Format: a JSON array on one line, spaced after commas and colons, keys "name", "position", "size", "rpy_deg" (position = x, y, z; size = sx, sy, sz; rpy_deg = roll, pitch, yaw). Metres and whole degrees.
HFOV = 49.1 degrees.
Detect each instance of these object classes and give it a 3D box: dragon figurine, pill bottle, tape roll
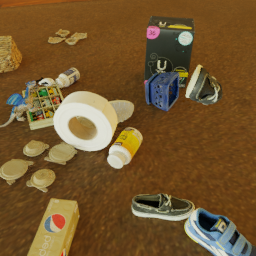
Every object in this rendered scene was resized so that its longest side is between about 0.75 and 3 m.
[{"name": "dragon figurine", "position": [-4.595, -0.973, 11.807], "size": [2.367, 0.697, 1.177], "rpy_deg": [-39, 57, 2]}, {"name": "pill bottle", "position": [-3.017, -2.473, 13.935], "size": [0.663, 0.663, 1.194], "rpy_deg": [22, 44, 25]}, {"name": "tape roll", "position": [-1.495, -0.211, 9.995], "size": [2.182, 2.182, 0.763], "rpy_deg": [8, 40, 10]}, {"name": "pill bottle", "position": [-0.122, 0.713, 9.935], "size": [0.828, 0.828, 1.516], "rpy_deg": [16, 42, 18]}]

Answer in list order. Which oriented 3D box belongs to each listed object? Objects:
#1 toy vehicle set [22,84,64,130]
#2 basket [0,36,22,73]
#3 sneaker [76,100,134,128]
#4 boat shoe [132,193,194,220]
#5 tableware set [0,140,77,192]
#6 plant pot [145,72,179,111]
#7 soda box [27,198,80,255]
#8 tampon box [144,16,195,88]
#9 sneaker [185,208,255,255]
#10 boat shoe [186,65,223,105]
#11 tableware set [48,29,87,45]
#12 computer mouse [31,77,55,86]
[{"name": "toy vehicle set", "position": [-3.664, -1.010, 12.410], "size": [1.652, 0.353, 2.659], "rpy_deg": [-15, 42, -17]}, {"name": "basket", "position": [-7.317, -3.700, 15.322], "size": [2.588, 1.928, 1.847], "rpy_deg": [-5, 72, -6]}, {"name": "sneaker", "position": [-1.051, -0.708, 11.625], "size": [2.651, 1.013, 1.067], "rpy_deg": [-14, 32, -18]}, {"name": "boat shoe", "position": [1.043, 2.273, 8.223], "size": [1.868, 0.595, 0.661], "rpy_deg": [0, 39, 0]}, {"name": "tableware set", "position": [-3.121, 1.187, 9.812], "size": [2.023, 0.281, 2.422], "rpy_deg": [15, 42, 17]}, {"name": "plant pot", "position": [1.507, -1.721, 12.567], "size": [1.197, 1.331, 1.331], "rpy_deg": [15, 42, 27]}, {"name": "soda box", "position": [-1.954, 3.004, 7.226], "size": [0.782, 0.739, 2.310], "rpy_deg": [5, 39, 6]}, {"name": "tampon box", "position": [1.984, -3.715, 13.710], "size": [2.141, 2.857, 1.803], "rpy_deg": [6, 40, 7]}, {"name": "sneaker", "position": [2.527, 2.884, 7.238], "size": [2.235, 0.919, 0.826], "rpy_deg": [26, 44, 26]}, {"name": "boat shoe", "position": [2.235, -1.142, 7.932], "size": [0.906, 0.962, 2.679], "rpy_deg": [24, 9, 19]}, {"name": "tableware set", "position": [-3.984, -6.018, 18.552], "size": [2.435, 0.283, 2.034], "rpy_deg": [9, 41, 11]}, {"name": "computer mouse", "position": [-4.083, -2.298, 13.713], "size": [1.372, 0.301, 0.752], "rpy_deg": [9, 27, 34]}]
